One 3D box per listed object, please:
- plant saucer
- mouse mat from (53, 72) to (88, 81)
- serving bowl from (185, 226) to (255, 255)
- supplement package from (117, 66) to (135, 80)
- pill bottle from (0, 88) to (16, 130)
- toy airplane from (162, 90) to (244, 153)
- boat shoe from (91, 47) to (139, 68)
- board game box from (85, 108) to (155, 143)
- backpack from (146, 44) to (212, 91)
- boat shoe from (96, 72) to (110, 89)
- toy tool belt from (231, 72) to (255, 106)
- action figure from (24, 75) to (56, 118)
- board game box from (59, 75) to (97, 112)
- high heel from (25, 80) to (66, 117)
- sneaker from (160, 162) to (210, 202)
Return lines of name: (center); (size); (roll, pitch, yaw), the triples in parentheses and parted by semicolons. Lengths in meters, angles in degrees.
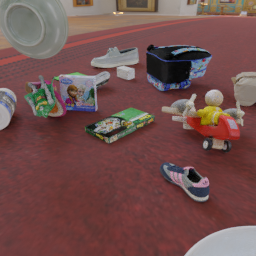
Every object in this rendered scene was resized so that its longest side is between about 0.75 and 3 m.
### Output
plant saucer: (-2.648, -2.788, 7.461); (2.087, 2.087, 0.524); (5, 35, 10)
mouse mat: (-2.485, -2.314, 13.195); (1.471, 0.069, 1.828); (-23, 34, -38)
serving bowl: (1.673, 2.377, 2.871); (2.680, 0.881, 2.680); (2, 32, -1)
supplement package: (-0.110, -2.634, 13.366); (0.461, 0.463, 0.789); (-22, 34, -36)
pill bottle: (-4.112, -0.664, 8.964); (0.918, 0.918, 1.614); (-5, 28, -9)
toy airplane: (2.162, -0.377, 7.761); (2.056, 1.457, 2.065); (21, 19, 21)
boat shoe: (-0.708, -3.956, 15.374); (2.827, 1.007, 0.986); (-13, 30, -24)
board game box: (-0.210, -0.138, 8.706); (1.070, 0.240, 2.043); (21, 34, 40)
backpack: (2.238, -2.705, 12.151); (2.486, 1.672, 2.269); (-10, 29, -18)
boat shoe: (-1.357, -1.876, 11.803); (1.527, 0.542, 0.551); (-27, 49, -30)
toy tool belt: (4.942, -1.530, 10.306); (2.099, 1.311, 1.290); (6, 36, 11)
action figure: (-2.663, -0.931, 8.598); (1.239, 0.574, 2.098); (-36, 40, 2)
board game box: (-1.709, -1.195, 9.675); (1.231, 1.228, 0.253); (3, 27, 7)
high heel: (-2.605, -1.084, 10.129); (1.278, 0.897, 2.664); (-4, 22, -43)
sneaker: (1.224, 0.990, 6.078); (0.483, 0.564, 1.376); (-18, 32, -32)
